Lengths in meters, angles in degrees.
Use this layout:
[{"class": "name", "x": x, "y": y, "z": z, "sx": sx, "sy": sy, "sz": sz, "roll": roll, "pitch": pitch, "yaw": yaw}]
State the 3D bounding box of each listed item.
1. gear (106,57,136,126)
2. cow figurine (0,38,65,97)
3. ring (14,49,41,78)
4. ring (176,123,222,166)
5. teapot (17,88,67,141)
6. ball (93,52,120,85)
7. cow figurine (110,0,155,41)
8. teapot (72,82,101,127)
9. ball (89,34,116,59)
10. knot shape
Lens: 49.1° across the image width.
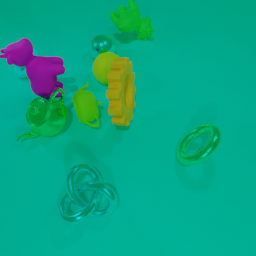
[{"class": "gear", "x": -0.137, "y": -0.903, "z": 7.064, "sx": 0.308, "sy": 1.665, "sz": 1.665, "roll": 2, "pitch": 50, "yaw": 14}, {"class": "cow figurine", "x": -2.454, "y": -1.504, "z": 7.311, "sx": 1.564, "sy": 1.589, "sz": 0.872, "roll": -2, "pitch": 38, "yaw": -18}, {"class": "ring", "x": -3.215, "y": -2.070, "z": 8.960, "sx": 1.056, "sy": 0.211, "sz": 1.056, "roll": -14, "pitch": 58, "yaw": 24}, {"class": "ring", "x": 1.684, "y": 0.385, "z": 6.737, "sx": 0.248, "sy": 1.239, "sz": 1.239, "roll": 44, "pitch": 52, "yaw": -20}, {"class": "teapot", "x": -2.210, "y": -0.304, "z": 7.282, "sx": 1.087, "sy": 0.856, "sz": 1.748, "roll": 42, "pitch": 97, "yaw": 28}, {"class": "ball", "x": -0.599, "y": -1.819, "z": 8.574, "sx": 0.966, "sy": 0.966, "sz": 0.966, "roll": 0, "pitch": 51, "yaw": 0}, {"class": "cow figurine", "x": 0.199, "y": -3.594, "z": 9.706, "sx": 0.822, "sy": 1.474, "sz": 1.498, "roll": -12, "pitch": 27, "yaw": 45}, {"class": "teapot", "x": -1.103, "y": -0.642, "z": 7.624, "sx": 0.722, "sy": 0.917, "sz": 1.474, "roll": -17, "pitch": 65, "yaw": -10}, {"class": "ball", "x": -0.845, "y": -2.644, "z": 9.238, "sx": 0.868, "sy": 0.868, "sz": 0.868, "roll": 0, "pitch": 51, "yaw": 0}, {"class": "knot shape", "x": -0.803, "y": 1.477, "z": 5.955, "sx": 1.207, "sy": 0.596, "sz": 1.290, "roll": 19, "pitch": 76, "yaw": 2}]
